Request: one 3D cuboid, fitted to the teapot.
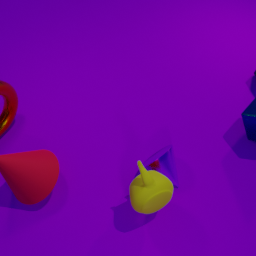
[{"bbox_3d":[0.502,1.476,6.867,1.123,1.806,0.884,-27,50,-10],"label":"teapot"}]

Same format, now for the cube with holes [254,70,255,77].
[{"bbox_3d":[5.035,-1.887,9.567,0.851,0.851,0.851,-11,63,-7],"label":"cube with holes"}]

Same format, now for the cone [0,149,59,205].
[{"bbox_3d":[-2.829,0.988,7.039,1.548,1.554,1.548,-12,60,21],"label":"cone"}]

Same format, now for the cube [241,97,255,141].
[{"bbox_3d":[4.142,-0.246,8.213,1.038,1.038,1.038,-42,33,-23],"label":"cube"}]

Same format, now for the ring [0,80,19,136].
[{"bbox_3d":[-3.952,-0.393,7.901,0.418,2.092,2.092,30,62,13],"label":"ring"}]

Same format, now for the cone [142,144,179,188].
[{"bbox_3d":[1.104,1.221,7.808,1.097,1.097,1.102,-36,90,-21],"label":"cone"}]
